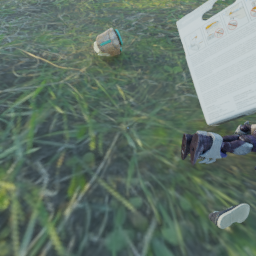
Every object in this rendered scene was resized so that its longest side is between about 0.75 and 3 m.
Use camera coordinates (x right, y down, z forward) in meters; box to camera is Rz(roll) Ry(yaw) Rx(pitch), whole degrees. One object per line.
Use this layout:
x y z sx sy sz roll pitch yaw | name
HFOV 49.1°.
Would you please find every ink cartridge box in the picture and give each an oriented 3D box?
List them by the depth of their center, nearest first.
2.560 -1.742 6.540 0.722 2.335 2.879 4 69 -48 | ink cartridge box

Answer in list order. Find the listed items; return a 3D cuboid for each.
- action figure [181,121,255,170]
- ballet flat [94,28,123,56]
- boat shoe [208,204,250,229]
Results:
2.334 0.342 5.728 2.337 0.811 1.521 -2 18 -6 | action figure
-0.713 -2.832 9.412 0.897 0.908 2.667 -25 9 3 | ballet flat
1.724 1.434 4.731 0.907 0.330 0.285 -5 11 -37 | boat shoe
